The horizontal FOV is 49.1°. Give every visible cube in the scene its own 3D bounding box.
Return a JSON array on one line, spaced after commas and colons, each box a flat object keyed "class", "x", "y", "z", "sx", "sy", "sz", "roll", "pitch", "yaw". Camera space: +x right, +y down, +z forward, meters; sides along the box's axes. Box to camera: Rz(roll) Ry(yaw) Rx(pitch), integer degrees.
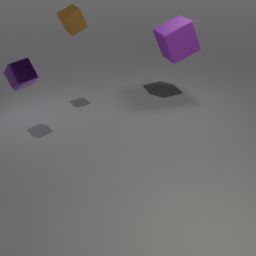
[{"class": "cube", "x": -1.978, "y": -3.836, "z": 9.957, "sx": 0.700, "sy": 0.700, "sz": 0.700, "roll": -35, "pitch": 50, "yaw": -8}, {"class": "cube", "x": -3.360, "y": -1.672, "z": 8.812, "sx": 0.700, "sy": 0.700, "sz": 0.700, "roll": -33, "pitch": 7, "yaw": -36}, {"class": "cube", "x": 2.183, "y": -3.988, "z": 12.613, "sx": 1.400, "sy": 1.400, "sz": 1.400, "roll": -29, "pitch": 34, "yaw": 0}]
